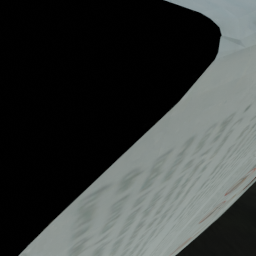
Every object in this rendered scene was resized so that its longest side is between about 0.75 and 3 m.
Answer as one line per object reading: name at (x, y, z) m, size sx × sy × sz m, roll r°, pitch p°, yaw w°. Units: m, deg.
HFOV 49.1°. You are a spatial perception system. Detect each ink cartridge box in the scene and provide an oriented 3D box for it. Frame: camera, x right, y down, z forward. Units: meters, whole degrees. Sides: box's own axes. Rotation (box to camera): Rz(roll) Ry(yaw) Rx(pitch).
ink cartridge box at (-0.018, 0.179, 0.643) m, size 1.317 × 1.071 × 0.376 m, roll -27°, pitch 60°, yaw -38°
